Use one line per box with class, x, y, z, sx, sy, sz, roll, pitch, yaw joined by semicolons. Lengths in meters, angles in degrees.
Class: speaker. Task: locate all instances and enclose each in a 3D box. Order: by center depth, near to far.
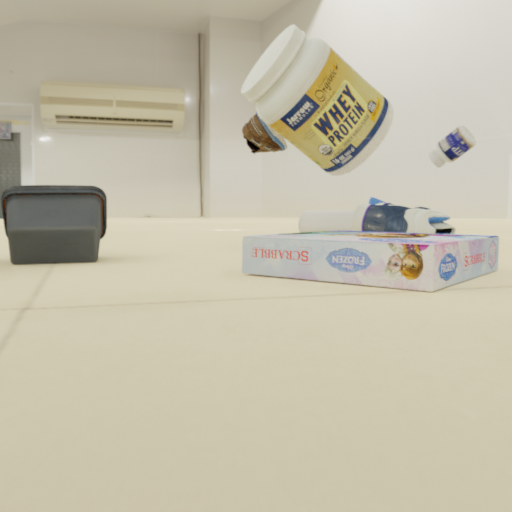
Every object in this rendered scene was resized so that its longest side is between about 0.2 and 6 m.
speaker;2.227;-0.868;15.820;2.094;0.850;0.850;5;7;43

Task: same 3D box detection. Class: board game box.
board game box;1.636;-0.026;7.756;2.652;0.546;2.645;4;6;36

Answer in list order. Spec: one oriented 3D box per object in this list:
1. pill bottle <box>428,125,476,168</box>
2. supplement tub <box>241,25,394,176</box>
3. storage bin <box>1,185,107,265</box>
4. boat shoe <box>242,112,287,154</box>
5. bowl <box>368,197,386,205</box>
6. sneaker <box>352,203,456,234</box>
pill bottle;4.187;-2.320;12.019;0.541;0.541;0.903;-6;-27;-49
supplement tub;0.695;-1.767;6.449;1.527;1.103;1.103;35;-8;-20
storage bin;-3.371;-0.375;9.374;1.722;1.253;1.157;-1;33;-16
boat shoe;0.116;-2.502;11.527;0.734;0.732;2.028;-28;-9;8
bowl;3.921;-0.976;15.204;2.005;0.393;2.005;27;7;-4
sneaker;3.338;-0.550;12.076;1.922;1.058;2.625;13;6;28
